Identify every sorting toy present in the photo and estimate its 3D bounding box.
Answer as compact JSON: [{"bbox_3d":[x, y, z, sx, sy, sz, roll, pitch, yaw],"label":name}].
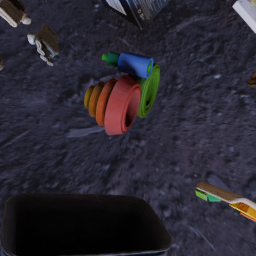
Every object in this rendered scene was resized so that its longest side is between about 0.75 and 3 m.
[{"bbox_3d":[-0.106,-0.757,5.209,0.903,1.322,2.201,18,26,15],"label":"sorting toy"},{"bbox_3d":[1.500,1.055,3.740,1.167,1.579,0.232,25,84,-7],"label":"sorting toy"}]

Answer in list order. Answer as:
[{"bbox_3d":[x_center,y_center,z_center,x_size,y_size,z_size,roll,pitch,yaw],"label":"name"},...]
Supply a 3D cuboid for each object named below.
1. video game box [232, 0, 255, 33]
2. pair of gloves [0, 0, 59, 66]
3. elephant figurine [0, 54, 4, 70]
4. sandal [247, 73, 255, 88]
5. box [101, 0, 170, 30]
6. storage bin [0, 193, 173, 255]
[{"bbox_3d":[2.840,-2.580,6.265,0.739,0.190,0.811,-31,80,-26],"label":"video game box"},{"bbox_3d":[-2.182,-2.232,6.167,0.286,1.633,1.389,-33,41,16],"label":"pair of gloves"},{"bbox_3d":[-3.438,-1.529,5.916,1.519,1.666,2.147,-10,98,30],"label":"elephant figurine"},{"bbox_3d":[3.493,-1.183,6.914,0.859,2.103,0.574,20,107,11],"label":"sandal"},{"bbox_3d":[0.372,-3.871,7.007,2.140,1.146,1.589,-47,60,1],"label":"box"},{"bbox_3d":[-0.650,2.003,4.016,2.236,1.502,1.628,6,16,-22],"label":"storage bin"}]
